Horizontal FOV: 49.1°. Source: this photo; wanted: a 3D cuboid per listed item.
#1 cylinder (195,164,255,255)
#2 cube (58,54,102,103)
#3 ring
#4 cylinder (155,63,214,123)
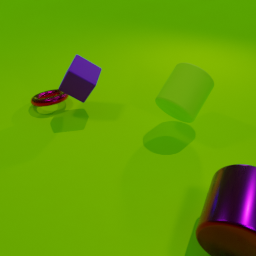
[{"bbox_3d":[1.890,1.457,4.656,1.241,1.241,1.241,15,45,21],"label":"cylinder"},{"bbox_3d":[-1.380,-1.418,8.099,0.838,0.838,0.838,28,45,-18],"label":"cube"},{"bbox_3d":[-2.479,-0.968,8.896,1.207,0.241,1.207,-8,24,3],"label":"ring"},{"bbox_3d":[1.493,-0.920,7.420,1.160,1.160,1.160,26,79,32],"label":"cylinder"}]
